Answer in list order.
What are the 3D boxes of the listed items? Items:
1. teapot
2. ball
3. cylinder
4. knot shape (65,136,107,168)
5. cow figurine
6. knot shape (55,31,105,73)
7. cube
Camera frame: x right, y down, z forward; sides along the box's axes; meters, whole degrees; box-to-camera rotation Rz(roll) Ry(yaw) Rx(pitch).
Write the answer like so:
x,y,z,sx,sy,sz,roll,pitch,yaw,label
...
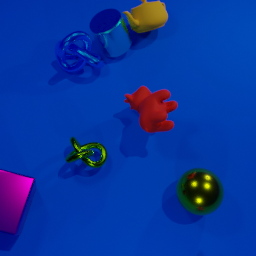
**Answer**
x,y,z,sx,sy,sz,roll,pitch,yaw,label
0.565,-3.588,8.861,1.238,0.975,1.990,9,34,45,teapot
1.724,1.522,6.748,1.126,1.126,1.126,0,66,0,ball
-0.522,-2.911,8.632,1.041,1.041,1.041,-9,60,16,cylinder
-1.044,0.646,7.230,1.051,1.123,0.519,14,108,-12,knot shape
0.501,-0.469,7.271,1.488,0.830,1.512,-13,46,34,cow figurine
-1.502,-2.227,8.172,1.588,1.486,0.734,6,72,6,knot shape
-2.930,1.695,6.441,1.254,1.254,1.254,17,66,-10,cube
